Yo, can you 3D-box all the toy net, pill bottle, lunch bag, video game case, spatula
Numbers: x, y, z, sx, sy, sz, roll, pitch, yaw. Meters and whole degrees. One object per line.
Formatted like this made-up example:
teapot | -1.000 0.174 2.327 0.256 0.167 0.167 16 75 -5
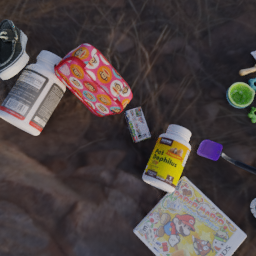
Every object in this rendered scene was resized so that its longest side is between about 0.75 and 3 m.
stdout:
toy net | 4.452 -1.648 9.370 1.496 0.551 2.852 33 77 8
pill bottle | 1.235 0.886 8.462 1.032 1.032 1.890 23 76 6
lunch bag | -1.107 -1.327 8.374 2.188 1.927 0.896 47 63 -23
video game case | 1.816 3.105 8.271 2.497 0.286 2.272 44 79 10
pill bottle | -2.829 -1.102 8.790 1.399 1.399 2.414 26 77 7
spatula | 3.269 1.006 8.845 2.139 0.220 0.605 26 73 5

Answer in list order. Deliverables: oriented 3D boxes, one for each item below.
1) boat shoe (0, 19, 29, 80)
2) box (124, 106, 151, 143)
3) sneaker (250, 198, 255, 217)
boat shoe | -3.740 -2.483 8.593 1.018 0.917 2.881 -30 42 5
box | 0.303 -0.115 9.150 0.592 0.187 1.075 -17 76 -4
sneaker | 4.298 2.884 8.038 0.724 0.851 1.865 -32 78 -8
